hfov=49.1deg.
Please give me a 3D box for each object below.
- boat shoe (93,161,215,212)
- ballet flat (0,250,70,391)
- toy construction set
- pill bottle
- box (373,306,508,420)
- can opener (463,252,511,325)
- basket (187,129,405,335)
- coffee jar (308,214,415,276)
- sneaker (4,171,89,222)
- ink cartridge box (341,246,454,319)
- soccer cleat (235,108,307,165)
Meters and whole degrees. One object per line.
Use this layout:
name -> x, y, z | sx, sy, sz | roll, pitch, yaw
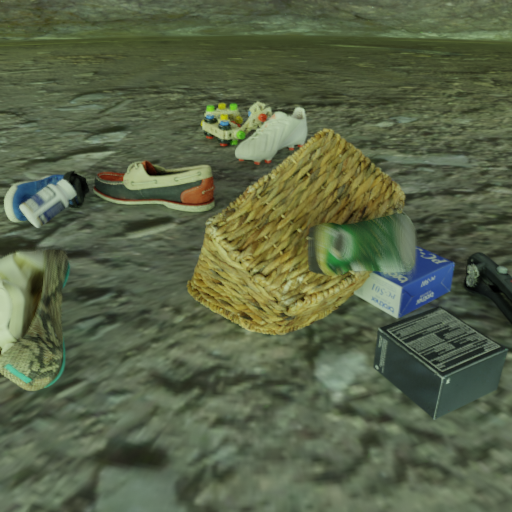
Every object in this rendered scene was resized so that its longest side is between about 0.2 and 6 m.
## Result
boat shoe -> -2.259, -1.620, 12.181 | 2.943, 0.921, 1.047 | 9, 30, 20
ballet flat -> -2.982, 0.541, 7.311 | 0.900, 0.999, 2.653 | -36, 38, 11
toy construction set -> -0.676, -3.963, 16.742 | 1.633, 1.147, 2.490 | -18, 21, -32
pill bottle -> -4.008, -1.040, 10.851 | 0.983, 0.546, 0.546 | -43, 44, -21
box -> 2.184, 1.251, 6.750 | 1.081, 0.666, 1.073 | -14, 30, -26
can opener -> 3.682, 0.558, 8.181 | 0.776, 0.626, 1.974 | -3, 27, -7
basket -> 0.664, -0.075, 8.309 | 2.012, 2.101, 2.820 | 42, 60, 10
coffee jar -> 1.198, -0.107, 6.585 | 1.249, 0.652, 0.533 | -4, -11, 36
sneaker -> -4.222, -1.257, 11.611 | 1.109, 0.765, 1.993 | -3, 19, 14
ink cartridge box -> 1.753, 0.031, 9.261 | 1.246, 0.586, 2.650 | -19, 33, -31
soccer cleat -> 0.411, -3.301, 15.260 | 1.014, 1.135, 2.927 | 19, 33, 32
